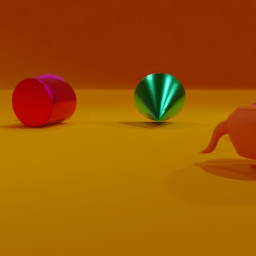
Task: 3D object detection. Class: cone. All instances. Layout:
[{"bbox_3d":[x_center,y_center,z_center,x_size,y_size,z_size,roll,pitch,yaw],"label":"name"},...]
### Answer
[{"bbox_3d":[0.841,-0.528,7.562,1.515,1.515,1.521,1,28,7],"label":"cone"}]

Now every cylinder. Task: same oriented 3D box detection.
[{"bbox_3d":[-2.267,-0.719,7.723,1.269,1.269,1.269,3,9,19],"label":"cylinder"}]

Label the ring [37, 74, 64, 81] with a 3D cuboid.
[{"bbox_3d":[-2.480,-1.040,8.950,1.376,1.376,0.275,-4,-6,-26],"label":"ring"}]

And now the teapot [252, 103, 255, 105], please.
[{"bbox_3d":[3.095,-0.227,5.803,0.957,0.754,1.540,44,0,-30],"label":"teapot"}]

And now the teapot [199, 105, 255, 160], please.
[{"bbox_3d":[1.756,0.108,3.619,1.662,0.814,1.034,-1,7,19],"label":"teapot"}]
